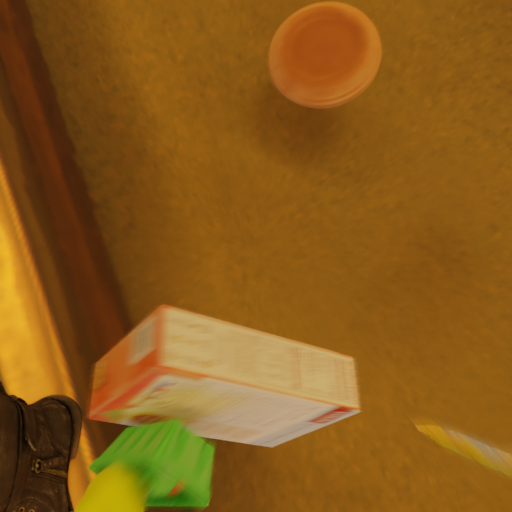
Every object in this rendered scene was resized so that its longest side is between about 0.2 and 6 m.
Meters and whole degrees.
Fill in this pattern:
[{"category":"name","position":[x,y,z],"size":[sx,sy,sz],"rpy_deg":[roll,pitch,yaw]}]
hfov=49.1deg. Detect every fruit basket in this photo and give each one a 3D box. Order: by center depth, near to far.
[{"category":"fruit basket","position":[-1.077,2.123,5.099],"size":[1.219,1.219,0.879],"rpy_deg":[-48,112,-9]}]

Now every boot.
[{"category":"boot","position":[-3.280,3.250,7.227],"size":[1.168,2.937,3.373],"rpy_deg":[0,78,1]}]

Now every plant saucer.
[{"category":"plant saucer","position":[1.020,-3.092,8.477],"size":[1.709,0.320,1.709],"rpy_deg":[-2,81,10]}]

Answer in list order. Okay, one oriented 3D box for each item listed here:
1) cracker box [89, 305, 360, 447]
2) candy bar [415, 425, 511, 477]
[{"category":"cracker box","position":[-0.315,1.359,5.826],"size":[2.328,1.559,0.671],"rpy_deg":[21,50,-30]},{"category":"candy bar","position":[2.109,1.803,5.060],"size":[0.368,1.478,0.164],"rpy_deg":[16,84,-30]}]
